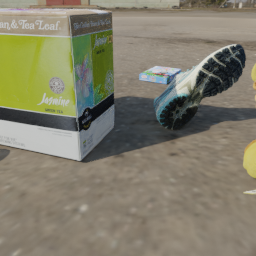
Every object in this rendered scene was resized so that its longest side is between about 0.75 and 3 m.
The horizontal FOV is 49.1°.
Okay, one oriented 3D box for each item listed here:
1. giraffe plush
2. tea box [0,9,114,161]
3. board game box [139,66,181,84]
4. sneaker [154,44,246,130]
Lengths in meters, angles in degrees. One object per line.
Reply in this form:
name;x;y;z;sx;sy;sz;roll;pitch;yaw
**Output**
giraffe plush;2.776;-0.235;4.491;2.670;2.165;2.303;-4;-1;-34
tea box;-2.017;-1.170;6.447;2.958;2.910;1.976;9;27;18
board game box;1.374;-2.235;11.694;1.208;0.292;1.597;14;28;27
sneaker;1.711;-1.249;7.281;2.752;1.068;1.188;-40;33;8
